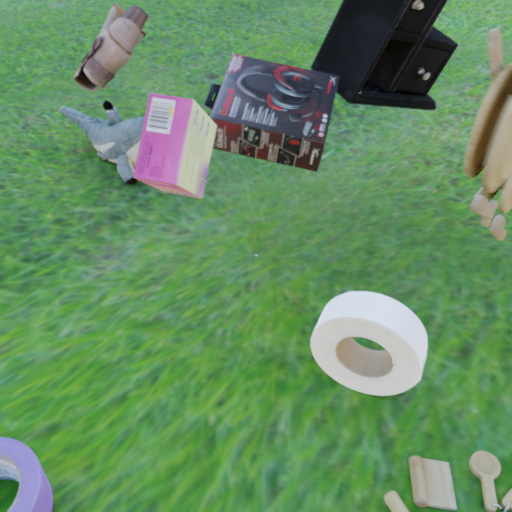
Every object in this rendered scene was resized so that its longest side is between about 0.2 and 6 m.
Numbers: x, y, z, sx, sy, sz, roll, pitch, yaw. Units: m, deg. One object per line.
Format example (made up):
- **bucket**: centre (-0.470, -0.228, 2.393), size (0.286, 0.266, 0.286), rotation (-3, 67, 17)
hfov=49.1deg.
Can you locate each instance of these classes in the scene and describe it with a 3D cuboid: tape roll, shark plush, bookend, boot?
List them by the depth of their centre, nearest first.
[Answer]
- **tape roll**: centre (-3.020, 2.773, 6.243), size (1.347, 0.572, 1.347), rotation (0, 42, 0)
- **tape roll**: centre (1.489, 1.177, 7.406), size (1.477, 1.477, 0.517), rotation (16, 43, 17)
- **bookend**: centre (2.670, -3.944, 9.643), size (2.561, 2.544, 1.179), rotation (-8, 49, -40)
- **boot**: centre (-2.616, -3.594, 9.828), size (1.540, 0.740, 2.107), rotation (-54, 24, -3)
- **shark plush**: centre (-2.957, -2.787, 12.124), size (1.387, 1.272, 3.053), rotation (-32, 50, -31)

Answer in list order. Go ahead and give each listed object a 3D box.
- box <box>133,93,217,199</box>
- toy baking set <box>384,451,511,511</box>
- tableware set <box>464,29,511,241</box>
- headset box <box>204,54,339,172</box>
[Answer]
- **box**: centre (-1.047, -1.418, 7.469), size (0.600, 1.092, 1.241), rotation (11, 0, 10)
- **toy baking set**: centre (2.665, 3.144, 6.016), size (1.968, 0.298, 2.564), rotation (-13, 43, -15)
- **tableware set**: centre (3.014, -1.407, 6.863), size (0.645, 2.128, 3.219), rotation (26, 9, 28)
- **headset box**: centre (0.193, -2.353, 9.085), size (2.030, 0.762, 1.509), rotation (14, 61, 3)
